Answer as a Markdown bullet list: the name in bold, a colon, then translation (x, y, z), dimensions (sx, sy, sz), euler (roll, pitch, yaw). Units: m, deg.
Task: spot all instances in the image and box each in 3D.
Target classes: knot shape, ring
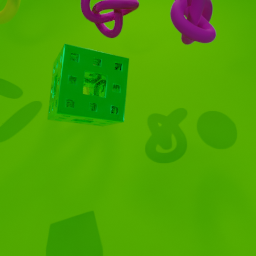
- **knot shape**: translation (-0.554, -3.183, 7.830), dimensions (1.585, 1.483, 0.732), euler (5, 63, -13)
- **ring**: translation (-3.634, -3.722, 7.809), dimensions (1.577, 1.577, 0.315), euler (26, 20, 19)
- **knot shape**: translation (1.499, -2.596, 6.435), dimensions (0.856, 1.852, 1.733), euler (-9, 49, 22)

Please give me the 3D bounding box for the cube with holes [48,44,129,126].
- **cube with holes**: translation (-0.655, -0.593, 4.419), dimensions (0.976, 0.976, 0.976), euler (7, 84, -23)
